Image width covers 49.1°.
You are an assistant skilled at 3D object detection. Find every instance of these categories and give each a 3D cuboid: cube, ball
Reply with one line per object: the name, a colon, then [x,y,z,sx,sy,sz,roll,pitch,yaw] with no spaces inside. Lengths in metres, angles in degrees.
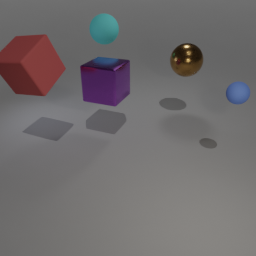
cube: [-0.815,-1.791,10.608,1.400,1.400,1.400,11,30,20]
cube: [-3.193,-2.039,9.151,1.400,1.400,1.400,7,53,28]
ball: [-1.139,-4.722,13.396,1.400,1.400,1.400,0,30,0]
ball: [3.384,-1.076,8.622,0.700,0.700,0.700,0,30,0]
ball: [2.492,-2.889,11.928,1.400,1.400,1.400,0,30,0]
